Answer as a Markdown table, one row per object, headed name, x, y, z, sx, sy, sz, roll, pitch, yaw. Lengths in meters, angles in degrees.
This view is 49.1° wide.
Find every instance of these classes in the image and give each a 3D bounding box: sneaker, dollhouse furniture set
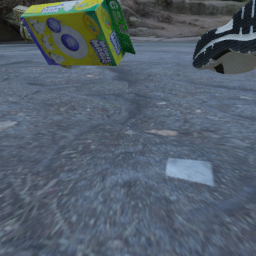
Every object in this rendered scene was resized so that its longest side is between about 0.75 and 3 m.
| name | x | y | z | sx | sy | sz | roll | pitch | yaw |
| --- | --- | --- | --- | --- | --- | --- | --- | --- | --- |
| sneaker | 2.198 | -1.527 | 4.967 | 1.023 | 0.943 | 2.558 | 13 | -1 | -16 |
| dollhouse furniture set | -2.561 | -2.486 | 8.167 | 1.723 | 1.524 | 0.958 | 17 | 51 | 15 |

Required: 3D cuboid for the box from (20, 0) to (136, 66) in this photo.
| name | x | y | z | sx | sy | sz | roll | pitch | yaw |
| --- | --- | --- | --- | --- | --- | --- | --- | --- | --- |
| box | -0.941 | -1.803 | 5.460 | 2.074 | 1.217 | 0.502 | 5 | 53 | 26 |
